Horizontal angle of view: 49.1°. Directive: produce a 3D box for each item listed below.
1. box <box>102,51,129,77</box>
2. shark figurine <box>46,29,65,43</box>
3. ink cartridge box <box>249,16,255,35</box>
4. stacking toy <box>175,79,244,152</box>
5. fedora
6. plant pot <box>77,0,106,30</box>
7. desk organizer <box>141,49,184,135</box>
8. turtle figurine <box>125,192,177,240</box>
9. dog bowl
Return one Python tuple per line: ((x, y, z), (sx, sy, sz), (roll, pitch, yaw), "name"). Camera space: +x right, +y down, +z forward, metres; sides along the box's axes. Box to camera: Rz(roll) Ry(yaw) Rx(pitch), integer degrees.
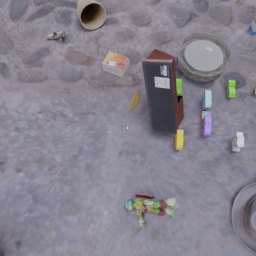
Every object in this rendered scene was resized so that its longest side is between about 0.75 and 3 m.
((-0.474, -2.548, 11.180), (0.897, 0.477, 0.683), (21, 68, 9), "box")
((-2.824, -3.826, 11.720), (0.712, 1.191, 0.497), (-26, 107, -41), "shark figurine")
((5.682, -4.413, 11.677), (0.791, 1.091, 0.457), (-1, 66, 0), "ink cartridge box")
((2.833, -0.561, 10.086), (2.241, 0.698, 2.972), (3, 66, 5), "stacking toy")
((4.330, 2.707, 7.943), (2.615, 1.181, 2.313), (15, 86, 22), "fedora")
((-1.713, -5.072, 12.055), (1.153, 1.153, 1.231), (-24, 53, -10), "plant pot")
((1.222, -1.167, 9.142), (0.942, 2.627, 1.012), (9, 41, 26), "desk organizer")
((0.723, 2.659, 8.516), (1.535, 1.583, 1.140), (-3, 100, -6), "turtle figurine")
((2.989, -2.781, 11.206), (2.122, 0.622, 2.122), (0, 66, -1), "dog bowl")
